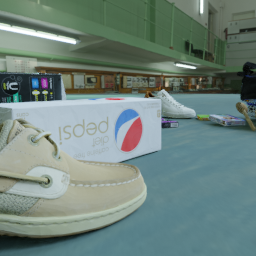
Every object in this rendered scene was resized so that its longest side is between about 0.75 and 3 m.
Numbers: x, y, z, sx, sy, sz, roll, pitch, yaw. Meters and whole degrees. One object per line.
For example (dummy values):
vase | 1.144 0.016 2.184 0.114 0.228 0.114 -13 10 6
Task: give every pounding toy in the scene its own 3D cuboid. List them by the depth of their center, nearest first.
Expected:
pounding toy | 4.070 -0.199 7.889 1.109 1.112 1.939 29 -3 -40

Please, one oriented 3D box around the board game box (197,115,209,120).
board game box | 2.848 -0.398 10.380 0.474 0.149 0.991 1 12 7

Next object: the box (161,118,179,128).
box | 0.965 -0.157 8.597 0.739 0.186 1.033 -1 10 -22

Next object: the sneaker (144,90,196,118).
sneaker | 1.566 -0.955 10.863 2.217 0.939 0.807 15 17 26

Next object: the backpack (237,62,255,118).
backpack | 5.213 -1.187 9.659 2.539 1.956 2.419 16 21 30

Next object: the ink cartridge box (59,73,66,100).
ink cartridge box | -4.155 -1.326 11.214 2.773 1.174 2.004 -20 15 -32

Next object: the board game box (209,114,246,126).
board game box | 3.126 -0.256 8.864 0.795 0.164 0.797 -3 17 -23

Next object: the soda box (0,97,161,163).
soda box | -0.636 0.055 4.396 0.930 0.995 2.921 7 11 39

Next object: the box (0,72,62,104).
box | -3.187 -0.628 7.129 2.497 1.552 1.855 -9 12 -43

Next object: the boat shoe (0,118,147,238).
boat shoe | -0.936 0.355 2.379 2.611 0.848 0.942 5 4 -29
